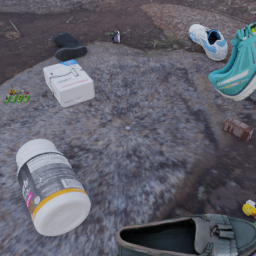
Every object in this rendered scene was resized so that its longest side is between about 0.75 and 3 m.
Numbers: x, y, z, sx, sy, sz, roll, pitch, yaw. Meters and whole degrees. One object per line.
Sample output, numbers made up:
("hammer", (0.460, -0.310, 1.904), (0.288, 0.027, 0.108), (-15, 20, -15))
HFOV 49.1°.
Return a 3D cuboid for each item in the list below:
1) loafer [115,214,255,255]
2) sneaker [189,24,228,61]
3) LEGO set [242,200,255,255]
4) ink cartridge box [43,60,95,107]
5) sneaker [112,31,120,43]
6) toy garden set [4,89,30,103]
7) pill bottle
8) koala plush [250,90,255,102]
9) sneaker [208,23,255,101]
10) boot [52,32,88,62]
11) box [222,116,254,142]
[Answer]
("loafer", (1.155, 2.223, 5.502), (2.886, 0.908, 1.037), (-10, 41, 6))
("sneaker", (3.634, -4.114, 12.627), (1.069, 1.078, 2.974), (-10, 42, -9))
("LEGO set", (2.707, 2.066, 6.135), (0.624, 0.580, 1.522), (31, 46, 4))
("ink cartridge box", (-2.143, -1.653, 10.173), (1.276, 0.737, 1.748), (-23, 47, -23))
("sneaker", (-0.584, -4.387, 13.471), (0.383, 0.332, 0.876), (-5, 43, 2))
("toy garden set", (-3.974, -1.191, 10.097), (0.815, 0.163, 0.680), (-2, 43, -2))
("pill bottle", (-1.852, 1.298, 6.605), (1.261, 1.261, 2.167), (-22, 45, -22))
("koala plush", (4.893, -2.309, 10.226), (2.198, 2.020, 1.949), (-23, 47, -40))
("sneaker", (2.869, -1.849, 6.074), (1.117, 2.805, 1.087), (31, 30, -2))
("boot", (-2.896, -3.679, 12.454), (1.510, 0.601, 1.832), (-19, 49, -33))
("box", (3.362, 0.029, 8.584), (0.835, 0.418, 0.313), (34, 53, 31))
